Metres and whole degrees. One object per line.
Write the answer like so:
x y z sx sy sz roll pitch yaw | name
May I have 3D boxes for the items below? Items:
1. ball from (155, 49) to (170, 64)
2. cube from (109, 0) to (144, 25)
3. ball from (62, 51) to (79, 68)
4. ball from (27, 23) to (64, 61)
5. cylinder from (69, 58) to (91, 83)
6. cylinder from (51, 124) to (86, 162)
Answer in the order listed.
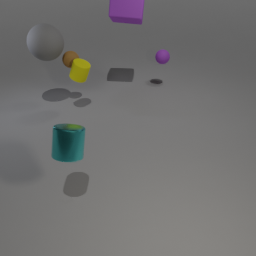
1.676 -3.450 13.588 0.700 0.700 0.700 0 31 0 | ball
-0.021 -5.393 12.192 1.400 1.400 1.400 6 12 2 | cube
-2.361 -2.834 11.586 0.700 0.700 0.700 0 31 0 | ball
-3.200 -3.324 10.895 1.400 1.400 1.400 0 31 0 | ball
-1.907 -2.276 11.110 0.700 0.700 0.700 17 37 -13 | cylinder
-1.305 0.314 6.143 0.700 0.700 0.700 6 12 -1 | cylinder
